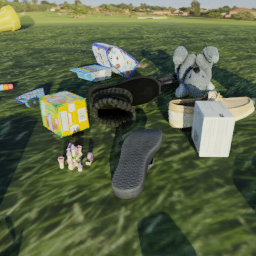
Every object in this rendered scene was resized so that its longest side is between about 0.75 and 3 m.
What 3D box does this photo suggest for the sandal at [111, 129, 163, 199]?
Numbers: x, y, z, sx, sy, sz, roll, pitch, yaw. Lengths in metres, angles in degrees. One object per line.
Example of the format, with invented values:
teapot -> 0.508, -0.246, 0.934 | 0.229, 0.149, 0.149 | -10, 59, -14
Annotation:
sandal -> 0.238, 0.872, 7.401 | 1.021, 0.575, 2.684 | 3, 35, 22

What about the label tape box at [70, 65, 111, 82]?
label tape box -> -1.998, -2.898, 15.015 | 1.311, 0.605, 1.829 | 21, 33, 37

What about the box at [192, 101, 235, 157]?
box -> 2.436, 0.000, 8.199 | 0.840, 1.284, 1.278 | 0, 26, 1

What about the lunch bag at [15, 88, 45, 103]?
lunch bag -> -4.250, -1.356, 12.047 | 1.106, 0.520, 0.832 | 4, 27, 30

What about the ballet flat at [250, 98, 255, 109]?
ballet flat -> 5.165, -1.021, 11.268 | 1.520, 0.517, 0.520 | 14, 21, 26

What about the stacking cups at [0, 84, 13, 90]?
stacking cups -> -6.091, -1.897, 13.337 | 1.129, 0.341, 0.341 | -11, 28, -31

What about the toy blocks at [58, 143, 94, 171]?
toy blocks -> -1.399, 0.697, 7.510 | 0.754, 0.634, 0.704 | 8, 26, 16

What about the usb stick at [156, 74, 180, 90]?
usb stick -> 2.011, -2.276, 13.905 | 2.887, 0.471, 0.801 | -19, 38, -35

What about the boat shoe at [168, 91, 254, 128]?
boat shoe -> 2.746, -0.722, 9.379 | 2.848, 0.985, 1.050 | -10, 27, 6

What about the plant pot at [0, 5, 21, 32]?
plant pot -> -14.895, -12.921, 33.730 | 2.664, 2.831, 2.831 | -36, 41, -28

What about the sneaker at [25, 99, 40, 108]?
sneaker -> -3.650, -1.006, 11.461 | 1.026, 0.376, 0.420 | 1, 12, -16

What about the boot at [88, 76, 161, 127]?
boot -> 0.056, -1.024, 10.425 | 3.094, 1.164, 2.313 | -14, 23, -10

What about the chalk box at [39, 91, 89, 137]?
chalk box -> -2.292, -0.570, 9.572 | 1.087, 1.093, 1.756 | -22, 29, -35

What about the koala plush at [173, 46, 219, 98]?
koala plush -> 3.049, -2.194, 12.594 | 2.064, 2.139, 2.327 | 0, 47, 5

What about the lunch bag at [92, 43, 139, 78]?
lunch bag -> -0.828, -3.823, 15.342 | 2.141, 1.326, 1.820 | 32, 2, -40
